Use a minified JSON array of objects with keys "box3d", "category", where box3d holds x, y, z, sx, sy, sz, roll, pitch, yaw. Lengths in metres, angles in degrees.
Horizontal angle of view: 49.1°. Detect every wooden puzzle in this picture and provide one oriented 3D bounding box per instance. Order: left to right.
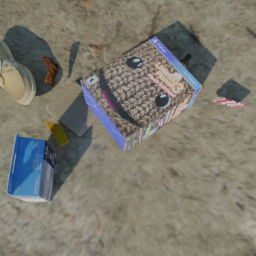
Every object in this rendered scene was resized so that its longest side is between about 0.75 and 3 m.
[{"box3d":[-1.649,-0.618,8.921,2.335,0.273,1.575,-42,81,-18],"category":"wooden puzzle"}]

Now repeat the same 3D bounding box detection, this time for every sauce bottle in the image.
[{"box3d":[1.834,-2.099,9.428,0.297,0.297,0.900,35,79,12],"category":"sauce bottle"}]

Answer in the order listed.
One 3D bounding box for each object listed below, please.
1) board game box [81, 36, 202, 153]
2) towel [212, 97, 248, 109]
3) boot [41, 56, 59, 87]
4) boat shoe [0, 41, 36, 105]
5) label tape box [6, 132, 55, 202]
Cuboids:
[{"box3d":[0.357,-1.008,8.357,2.710,1.312,2.161,-35,73,-14],"category":"board game box"},{"box3d":[3.130,-0.768,8.634,0.879,0.633,0.100,15,87,-13],"category":"towel"},{"box3d":[-2.502,-1.756,8.721,0.265,0.728,0.774,-1,68,26],"category":"boot"},{"box3d":[-3.927,-1.844,8.801,1.043,0.939,2.891,-46,68,18],"category":"boat shoe"},{"box3d":[-2.454,1.114,7.351,0.679,2.053,1.471,2,70,-5],"category":"label tape box"}]
